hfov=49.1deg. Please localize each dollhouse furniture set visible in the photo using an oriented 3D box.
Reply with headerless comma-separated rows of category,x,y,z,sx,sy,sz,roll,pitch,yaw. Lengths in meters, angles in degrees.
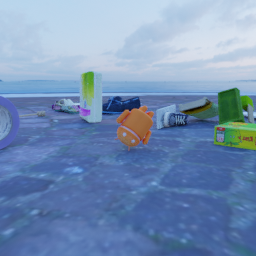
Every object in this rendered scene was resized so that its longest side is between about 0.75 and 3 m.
dollhouse furniture set,3.750,-0.471,12.034,2.781,1.396,1.822,-14,-23,39

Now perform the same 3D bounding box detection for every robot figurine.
robot figurine,0.197,-0.011,7.487,0.718,1.231,0.886,25,-19,38

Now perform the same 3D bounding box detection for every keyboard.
keyboard,1.637,-0.508,11.723,0.141,0.745,2.646,-5,7,25

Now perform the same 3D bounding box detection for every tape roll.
tape roll,-3.726,-0.159,7.474,0.631,1.485,1.485,7,12,34

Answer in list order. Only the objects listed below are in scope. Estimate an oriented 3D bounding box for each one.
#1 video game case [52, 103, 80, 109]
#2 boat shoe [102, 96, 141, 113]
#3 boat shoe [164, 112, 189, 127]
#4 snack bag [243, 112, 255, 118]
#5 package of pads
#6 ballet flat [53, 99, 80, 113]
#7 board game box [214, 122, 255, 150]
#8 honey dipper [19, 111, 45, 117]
video game case,-3.637,-1.430,18.350,1.796,0.355,1.982,5,10,29
boat shoe,-0.634,-1.385,16.158,2.927,1.005,1.232,-7,12,-35
boat shoe,1.989,-0.365,11.328,0.742,0.597,1.599,5,11,24
snack bag,6.845,-0.585,13.759,2.243,0.240,2.115,1,9,2
package of pads,-1.727,-1.464,12.914,0.763,2.237,1.729,-1,10,-20
ballet flat,-3.678,-1.328,16.576,2.147,0.764,0.742,8,13,39
board game box,3.749,0.254,7.797,2.326,0.554,1.181,8,12,39
honey dipper,-4.948,-0.665,14.160,1.517,0.288,0.288,-9,13,-38
